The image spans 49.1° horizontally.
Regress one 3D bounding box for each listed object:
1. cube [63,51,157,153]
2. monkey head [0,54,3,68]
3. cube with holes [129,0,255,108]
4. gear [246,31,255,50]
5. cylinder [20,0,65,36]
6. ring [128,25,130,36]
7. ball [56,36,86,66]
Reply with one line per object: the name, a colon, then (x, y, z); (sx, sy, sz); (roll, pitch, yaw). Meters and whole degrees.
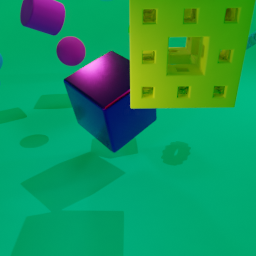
cube: (-0.324, -0.586, 6.040); (1.350, 1.350, 1.350); (-38, 54, -24)
monkey head: (-2.925, -1.326, 5.988); (0.691, 0.825, 1.146); (-37, 49, 8)
cube with holes: (0.699, -1.166, 3.843); (1.339, 1.339, 1.339); (0, 30, 1)
gear: (2.793, -1.999, 6.600); (1.155, 0.214, 1.155); (-35, 3, 2)
cylinder: (-2.561, -3.407, 8.400); (1.001, 1.001, 1.001); (6, 20, -42)
ring: (0.751, -3.804, 11.000); (1.510, 0.302, 1.510); (4, -14, 1)
ball: (-1.476, -1.982, 7.258); (0.750, 0.750, 0.750); (0, 30, 0)
